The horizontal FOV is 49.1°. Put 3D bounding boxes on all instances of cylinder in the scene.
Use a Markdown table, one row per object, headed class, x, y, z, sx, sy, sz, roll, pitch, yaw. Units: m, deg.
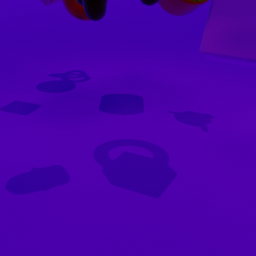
| class | x | y | z | sx | sy | sz | roll | pitch | yaw |
| --- | --- | --- | --- | --- | --- | --- | --- | --- | --- |
| cylinder | 1.316 | -3.254 | 6.252 | 1.206 | 1.206 | 1.206 | -3 | 10 | -7 |

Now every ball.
| class | x | y | z | sx | sy | sz | roll | pitch | yaw |
| --- | --- | --- | --- | --- | --- | --- | --- | --- | --- |
| ball | -1.211 | -3.709 | 7.898 | 1.292 | 1.292 | 1.292 | 0 | 28 | 0 |

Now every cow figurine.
| class | x | y | z | sx | sy | sz | roll | pitch | yaw |
| --- | --- | --- | --- | --- | --- | --- | --- | --- | --- |
| cow figurine | 0.007 | -1.872 | 2.633 | 1.419 | 1.396 | 0.779 | -22 | 55 | -11 |

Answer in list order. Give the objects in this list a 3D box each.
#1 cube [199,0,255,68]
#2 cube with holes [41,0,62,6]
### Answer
| class | x | y | z | sx | sy | sz | roll | pitch | yaw |
| --- | --- | --- | --- | --- | --- | --- | --- | --- | --- |
| cube | 1.500 | -1.267 | 3.498 | 0.899 | 0.899 | 0.899 | 16 | 14 | 20 |
| cube with holes | -1.604 | -3.195 | 5.874 | 0.743 | 0.743 | 0.743 | -35 | 12 | 42 |
